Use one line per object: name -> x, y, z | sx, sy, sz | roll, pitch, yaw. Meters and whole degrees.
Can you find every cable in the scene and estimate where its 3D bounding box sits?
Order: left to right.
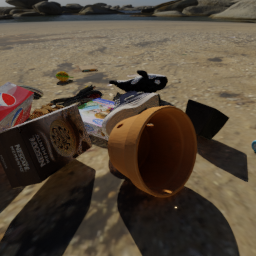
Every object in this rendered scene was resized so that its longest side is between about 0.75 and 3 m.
cable -> -1.952, -1.105, 11.293 | 1.123, 0.582, 2.313 | 37, 54, 27

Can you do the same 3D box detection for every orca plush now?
orca plush -> 0.385, -1.717, 11.831 | 2.508, 1.319, 0.892 | 8, 58, 12

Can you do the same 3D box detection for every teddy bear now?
teddy bear -> -2.784, -0.497, 9.829 | 1.141, 0.525, 1.573 | 5, 18, -7

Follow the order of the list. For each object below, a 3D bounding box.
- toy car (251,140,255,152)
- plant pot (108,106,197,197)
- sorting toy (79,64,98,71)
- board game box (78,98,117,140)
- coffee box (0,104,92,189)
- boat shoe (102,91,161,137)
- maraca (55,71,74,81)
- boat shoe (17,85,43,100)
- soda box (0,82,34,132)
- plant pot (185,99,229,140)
toy car -> 4.149, 0.145, 7.597 | 1.082, 1.174, 1.038 | -12, 28, -25
plant pot -> 0.455, 0.469, 6.390 | 1.935, 1.935, 1.354 | -21, 16, -37
sorting toy -> -2.305, -3.487, 16.292 | 0.996, 0.182, 0.922 | -13, 28, -16
board game box -> -0.866, -0.393, 9.574 | 2.010, 0.414, 2.006 | 16, 30, 29
coffee box -> -1.864, 0.332, 6.510 | 0.871, 1.233, 2.182 | -15, 10, 25
boat shoe -> -0.123, -0.482, 8.735 | 1.142, 0.920, 2.463 | 17, 33, 41
maraca -> -3.200, -2.603, 14.123 | 0.890, 0.476, 0.610 | 3, 13, -21
boat shoe -> -4.425, -1.055, 10.161 | 2.658, 0.827, 0.992 | -4, -11, -8
soda box -> -3.510, -0.188, 7.279 | 0.858, 0.947, 2.705 | 23, 34, -2
plant pot -> 2.252, -0.202, 8.429 | 0.994, 0.882, 0.992 | 19, 8, -44
